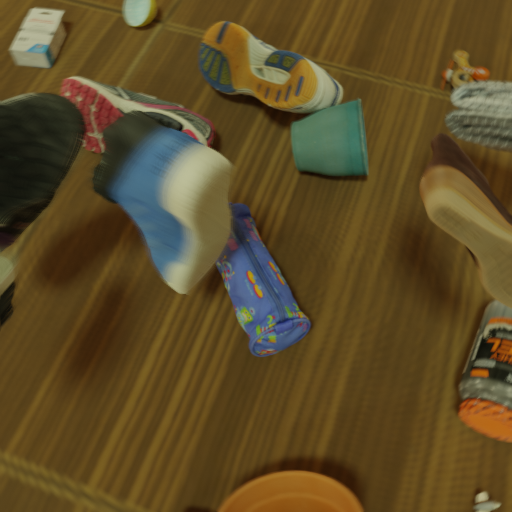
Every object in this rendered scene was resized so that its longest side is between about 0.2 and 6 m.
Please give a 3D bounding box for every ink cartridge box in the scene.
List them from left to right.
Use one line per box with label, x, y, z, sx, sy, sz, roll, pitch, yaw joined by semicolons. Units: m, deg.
ink cartridge box;-4.298;-4.354;11.187;0.706;0.413;1.216;8;62;4

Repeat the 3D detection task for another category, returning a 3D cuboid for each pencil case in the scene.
pencil case;-0.105;0.263;8.396;0.950;1.057;2.434;-21;65;-13

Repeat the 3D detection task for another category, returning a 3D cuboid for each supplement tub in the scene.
supplement tub;3.476;1.551;7.697;1.075;1.075;1.755;24;65;12

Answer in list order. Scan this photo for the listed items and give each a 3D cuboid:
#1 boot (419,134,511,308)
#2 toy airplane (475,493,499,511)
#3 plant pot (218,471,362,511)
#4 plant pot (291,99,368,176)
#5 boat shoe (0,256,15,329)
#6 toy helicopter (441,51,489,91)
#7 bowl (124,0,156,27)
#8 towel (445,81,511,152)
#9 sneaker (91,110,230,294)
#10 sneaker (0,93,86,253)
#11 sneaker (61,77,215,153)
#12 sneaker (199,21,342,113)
boot;2.228;-0.362;5.279;1.652;0.598;1.374;41;39;-11
toy airplane;2.924;3.448;7.037;0.670;0.475;0.672;-40;69;-18
plant pot;0.417;3.506;6.333;1.716;1.201;1.716;-8;19;3
plant pot;1.242;-1.922;9.523;1.193;1.270;1.270;-6;61;14
boat shoe;-3.028;0.923;5.132;0.864;0.767;2.312;10;37;7
toy helicopter;3.962;-3.567;10.836;0.815;0.486;1.232;-2;51;9
bowl;-2.310;-5.069;11.523;0.761;0.761;0.410;49;29;22
towel;3.492;-1.641;7.123;1.812;1.500;0.775;20;104;33
sneaker;-1.140;-0.614;6.611;1.467;2.638;1.012;35;66;12
sneaker;-2.836;-0.955;6.633;1.062;2.803;1.227;47;28;-10
sneaker;-2.153;-2.319;9.839;2.959;1.193;1.105;25;36;13
sneaker;0.195;-3.328;10.383;1.403;1.199;3.184;3;30;-48
